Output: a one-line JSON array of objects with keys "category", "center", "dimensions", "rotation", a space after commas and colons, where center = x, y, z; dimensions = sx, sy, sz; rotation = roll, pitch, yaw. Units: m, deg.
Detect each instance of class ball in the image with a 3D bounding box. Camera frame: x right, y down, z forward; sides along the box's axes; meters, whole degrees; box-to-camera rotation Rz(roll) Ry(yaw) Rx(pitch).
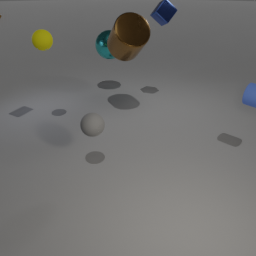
[{"category": "ball", "center": [-1.021, -0.094, 8.064], "dimensions": [0.700, 0.700, 0.700], "rotation": [0, 28, 0]}, {"category": "ball", "center": [-0.923, -4.128, 13.904], "dimensions": [1.400, 1.400, 1.400], "rotation": [0, 28, 0]}, {"category": "ball", "center": [-2.937, -3.014, 9.602], "dimensions": [0.700, 0.700, 0.700], "rotation": [0, 28, 0]}]

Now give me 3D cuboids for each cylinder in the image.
[{"category": "cylinder", "center": [4.029, -0.976, 8.676], "dimensions": [0.700, 0.700, 0.700], "rotation": [26, 37, 35]}, {"category": "cylinder", "center": [-0.001, -3.516, 10.925], "dimensions": [1.400, 1.400, 1.400], "rotation": [-9, -6, -17]}]

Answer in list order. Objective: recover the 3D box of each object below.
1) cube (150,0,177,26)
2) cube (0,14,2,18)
[{"category": "cube", "center": [1.479, -4.794, 11.645], "dimensions": [0.700, 0.700, 0.700], "rotation": [37, -1, -18]}, {"category": "cube", "center": [-4.654, -3.583, 8.932], "dimensions": [0.700, 0.700, 0.700], "rotation": [26, -2, 14]}]
